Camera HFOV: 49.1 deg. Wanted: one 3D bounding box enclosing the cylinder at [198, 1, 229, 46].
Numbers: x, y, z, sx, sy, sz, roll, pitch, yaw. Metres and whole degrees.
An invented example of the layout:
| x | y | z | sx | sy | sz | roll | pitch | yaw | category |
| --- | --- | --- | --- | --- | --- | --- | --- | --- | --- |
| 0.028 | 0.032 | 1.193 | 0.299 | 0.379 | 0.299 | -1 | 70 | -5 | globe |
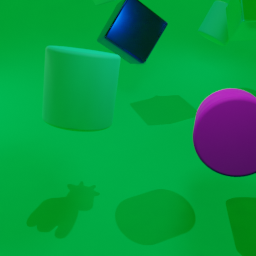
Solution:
| x | y | z | sx | sy | sz | roll | pitch | yaw | category |
| --- | --- | --- | --- | --- | --- | --- | --- | --- | --- |
| 3.005 | -3.395 | 9.138 | 1.051 | 1.051 | 1.051 | 26 | 16 | -8 | cylinder |

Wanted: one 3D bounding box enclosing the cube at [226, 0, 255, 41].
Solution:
| x | y | z | sx | sy | sz | roll | pitch | yaw | category |
| --- | --- | --- | --- | --- | --- | --- | --- | --- | --- |
| 3.021 | -2.772 | 6.786 | 0.941 | 0.941 | 0.941 | -2 | 80 | 0 | cube |

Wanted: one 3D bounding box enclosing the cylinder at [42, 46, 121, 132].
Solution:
| x | y | z | sx | sy | sz | roll | pitch | yaw | category |
| --- | --- | --- | --- | --- | --- | --- | --- | --- | --- |
| -0.816 | -0.708 | 4.857 | 1.241 | 1.241 | 1.241 | 8 | 17 | -2 | cylinder |

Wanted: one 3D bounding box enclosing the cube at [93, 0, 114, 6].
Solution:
| x | y | z | sx | sy | sz | roll | pitch | yaw | category |
| --- | --- | --- | --- | --- | --- | --- | --- | --- | --- |
| -0.656 | -4.173 | 7.996 | 0.833 | 0.833 | 0.833 | 7 | 56 | 41 | cube |

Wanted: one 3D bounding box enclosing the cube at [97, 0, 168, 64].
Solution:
| x | y | z | sx | sy | sz | roll | pitch | yaw | category |
| --- | --- | --- | --- | --- | --- | --- | --- | --- | --- |
| 0.080 | -2.878 | 8.439 | 1.384 | 1.384 | 1.384 | 30 | 4 | -20 | cube |

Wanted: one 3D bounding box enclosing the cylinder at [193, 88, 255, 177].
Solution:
| x | y | z | sx | sy | sz | roll | pitch | yaw | category |
| --- | --- | --- | --- | --- | --- | --- | --- | --- | --- |
| 1.817 | 0.018 | 4.885 | 1.294 | 1.294 | 1.294 | 10 | 16 | 13 | cylinder |
